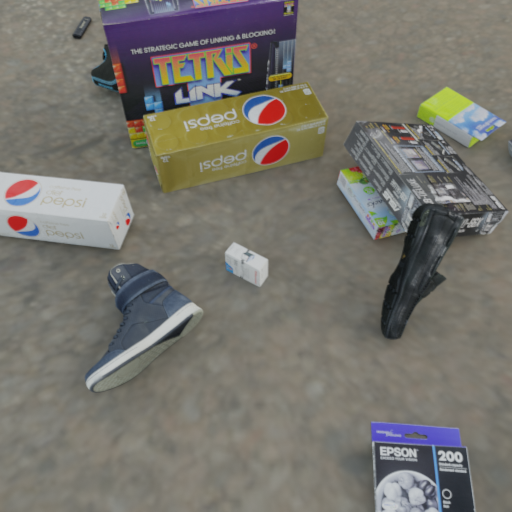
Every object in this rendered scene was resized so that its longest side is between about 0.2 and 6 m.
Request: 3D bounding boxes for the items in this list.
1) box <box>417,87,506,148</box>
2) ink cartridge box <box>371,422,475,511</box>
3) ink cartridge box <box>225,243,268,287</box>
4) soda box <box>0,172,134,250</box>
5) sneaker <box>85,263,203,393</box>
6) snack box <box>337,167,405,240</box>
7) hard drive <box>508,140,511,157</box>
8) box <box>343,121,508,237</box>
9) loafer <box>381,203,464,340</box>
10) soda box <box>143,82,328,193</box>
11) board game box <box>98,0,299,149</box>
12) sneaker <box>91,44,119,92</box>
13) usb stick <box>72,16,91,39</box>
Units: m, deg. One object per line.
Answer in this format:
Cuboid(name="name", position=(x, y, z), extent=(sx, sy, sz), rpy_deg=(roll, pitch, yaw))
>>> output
Cuboid(name="box", position=(4.487, -3.012, 12.288), extent=(0.974, 0.381, 1.597), rpy_deg=(-36, 61, -23))
Cuboid(name="ink cartridge box", position=(2.331, 3.009, 7.940), extent=(1.344, 0.294, 1.357), rpy_deg=(3, 53, 3))
Cuboid(name="ink cartridge box", position=(-0.168, 0.161, 9.871), extent=(0.724, 0.530, 0.311), rpy_deg=(26, 58, 18))
Cuboid(name="soda box", position=(-3.694, -0.837, 10.223), extent=(2.665, 0.848, 0.907), rpy_deg=(6, 54, 9))
Cuboid(name="sneaker", position=(-2.147, 1.048, 8.951), extent=(1.558, 0.820, 2.156), rpy_deg=(42, 54, 15))
Cuboid(name="snack box", position=(2.424, -1.117, 10.836), extent=(1.126, 0.419, 1.583), rpy_deg=(-15, 55, -16))
Cuboid(name="hard drive", position=(6.304, -1.830, 11.382), extent=(1.424, 0.447, 2.112), rpy_deg=(-27, 58, -19))
Cuboid(name="box", position=(3.153, -1.482, 10.570), extent=(2.057, 0.649, 2.608), rpy_deg=(-6, 52, -30))
Cuboid(name="loafer", position=(2.631, 0.316, 8.950), extent=(0.811, 2.310, 0.784), rpy_deg=(18, 11, -1))
Cuboid(name="soda box", position=(-0.404, -2.415, 11.376), extent=(3.505, 1.122, 1.187), rpy_deg=(-15, 57, -10))
Cuboid(name="board game box", position=(-1.034, -3.817, 11.266), extent=(3.592, 2.969, 1.019), rpy_deg=(-12, 56, -7))
Cuboid(name="sneaker", position=(-3.038, -5.020, 13.353), extent=(1.167, 1.043, 2.850), rpy_deg=(7, 54, 5))
Cuboid(name="usb stick", position=(-4.532, -5.946, 14.587), extent=(0.250, 0.147, 0.902), rpy_deg=(7, 54, 6))
